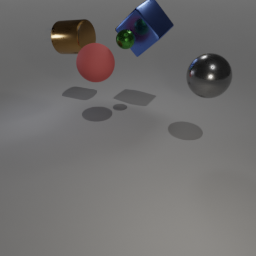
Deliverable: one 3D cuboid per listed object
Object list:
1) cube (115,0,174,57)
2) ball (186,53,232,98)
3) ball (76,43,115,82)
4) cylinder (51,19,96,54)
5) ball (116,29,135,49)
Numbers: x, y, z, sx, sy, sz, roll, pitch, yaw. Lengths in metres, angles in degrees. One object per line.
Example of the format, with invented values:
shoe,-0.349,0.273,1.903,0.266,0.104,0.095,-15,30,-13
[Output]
cube,0.656,-3.960,11.031,1.400,1.400,1.400,-27,18,49
ball,2.556,-1.640,8.855,1.400,1.400,1.400,0,29,0
ball,-1.181,-2.375,10.231,1.400,1.400,1.400,0,29,0
cylinder,-2.322,-3.892,12.028,1.400,1.400,1.400,8,29,26
ball,-0.089,-3.211,10.143,0.700,0.700,0.700,0,29,0
